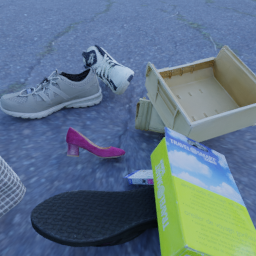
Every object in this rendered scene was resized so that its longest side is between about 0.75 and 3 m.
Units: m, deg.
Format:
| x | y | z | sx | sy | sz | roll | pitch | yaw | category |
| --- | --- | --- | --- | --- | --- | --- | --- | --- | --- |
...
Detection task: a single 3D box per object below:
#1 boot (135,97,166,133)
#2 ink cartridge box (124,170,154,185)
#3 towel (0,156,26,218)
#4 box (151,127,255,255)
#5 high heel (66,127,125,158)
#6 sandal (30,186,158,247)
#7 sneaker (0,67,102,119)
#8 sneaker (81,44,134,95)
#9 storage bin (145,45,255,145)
| x | y | z | sx | sy | sz | roll | pitch | yaw | category |
| --- | --- | --- | --- | --- | --- | --- | --- | --- | --- |
| 1.073 | -0.520 | 7.477 | 1.694 | 0.793 | 2.180 | 11 | 40 | 4 | boot |
| 0.347 | 0.980 | 5.603 | 0.786 | 0.165 | 0.469 | -6 | 10 | 40 | ink cartridge box |
| -2.478 | 1.068 | 4.181 | 1.585 | 1.313 | 0.678 | -39 | 57 | -19 | towel |
| 1.191 | 1.161 | 4.573 | 1.547 | 0.605 | 2.538 | 25 | 30 | -16 | box |
| -0.704 | 0.329 | 6.248 | 1.327 | 0.637 | 0.447 | 3 | -1 | -5 | high heel |
| -0.161 | 1.535 | 4.625 | 2.753 | 0.659 | 1.035 | 1 | 27 | -25 | sandal |
| -2.208 | -1.149 | 8.088 | 2.938 | 1.205 | 1.098 | -16 | 39 | -23 | sneaker |
| -0.773 | -1.914 | 8.872 | 1.505 | 0.923 | 2.313 | 27 | 19 | -24 | sneaker |
| 1.758 | -0.840 | 6.547 | 2.140 | 1.003 | 2.124 | -16 | 56 | -16 | storage bin |
